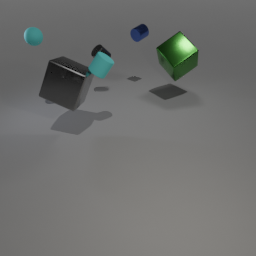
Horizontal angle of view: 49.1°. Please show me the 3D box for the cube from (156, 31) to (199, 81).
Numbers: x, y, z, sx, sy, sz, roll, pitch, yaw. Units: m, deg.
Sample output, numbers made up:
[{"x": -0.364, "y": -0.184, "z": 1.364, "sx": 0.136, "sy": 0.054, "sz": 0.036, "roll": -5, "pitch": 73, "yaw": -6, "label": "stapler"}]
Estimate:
[{"x": 2.365, "y": -3.393, "z": 13.371, "sx": 1.400, "sy": 1.400, "sz": 1.400, "roll": -36, "pitch": 69, "yaw": 0, "label": "cube"}]

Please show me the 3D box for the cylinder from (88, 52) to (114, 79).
[{"x": -0.974, "y": -2.285, "z": 10.198, "sx": 0.700, "sy": 0.700, "sz": 0.700, "roll": 31, "pitch": 24, "yaw": -16, "label": "cylinder"}]

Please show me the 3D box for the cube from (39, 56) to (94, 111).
[{"x": -2.215, "y": -1.670, "z": 10.353, "sx": 1.400, "sy": 1.400, "sz": 1.400, "roll": 23, "pitch": 21, "yaw": -2, "label": "cube"}]

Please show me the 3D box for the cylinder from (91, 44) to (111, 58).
[{"x": -1.300, "y": -3.564, "z": 13.597, "sx": 0.700, "sy": 0.700, "sz": 0.700, "roll": 33, "pitch": 3, "yaw": -43, "label": "cylinder"}]

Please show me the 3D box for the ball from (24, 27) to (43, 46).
[{"x": -3.676, "y": -3.564, "z": 10.914, "sx": 0.700, "sy": 0.700, "sz": 0.700, "roll": 0, "pitch": 29, "yaw": 0, "label": "ball"}]

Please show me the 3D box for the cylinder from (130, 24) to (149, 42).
[{"x": 0.598, "y": -4.880, "z": 14.366, "sx": 0.700, "sy": 0.700, "sz": 0.700, "roll": 25, "pitch": 52, "yaw": 37, "label": "cylinder"}]
